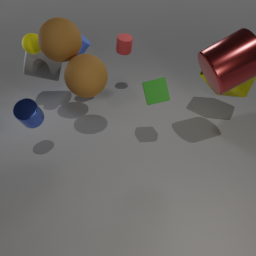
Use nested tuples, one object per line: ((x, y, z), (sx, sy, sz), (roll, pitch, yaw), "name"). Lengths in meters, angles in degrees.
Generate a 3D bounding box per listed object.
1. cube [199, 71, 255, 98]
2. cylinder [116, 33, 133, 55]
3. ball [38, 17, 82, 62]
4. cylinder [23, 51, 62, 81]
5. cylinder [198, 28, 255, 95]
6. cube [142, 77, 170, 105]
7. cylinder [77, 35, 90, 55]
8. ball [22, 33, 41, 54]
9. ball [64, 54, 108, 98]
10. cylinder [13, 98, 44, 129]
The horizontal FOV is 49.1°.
((3.916, -2.170, 10.748), (1.400, 1.400, 1.400), (18, 75, 55), "cube")
((-0.166, -3.726, 12.466), (0.700, 0.700, 0.700), (5, 46, -5), "cylinder")
((-2.220, -2.872, 9.171), (1.400, 1.400, 1.400), (0, 32, 0), "ball")
((-3.466, -2.757, 11.545), (1.400, 1.400, 1.400), (9, 29, -17), "cylinder")
((2.952, -1.887, 8.046), (1.400, 1.400, 1.400), (-28, 33, 7), "cylinder")
((0.876, -1.133, 8.629), (0.700, 0.700, 0.700), (-12, 6, 9), "cube")
((-1.926, -3.185, 10.798), (0.700, 0.700, 0.700), (37, 20, -16), "cylinder")
((-3.316, -2.930, 9.732), (0.700, 0.700, 0.700), (0, 32, 0), "ball")
((-1.357, -1.682, 9.075), (1.400, 1.400, 1.400), (0, 32, 0), "ball")
((-2.936, -0.424, 8.330), (0.700, 0.700, 0.700), (-1, 70, 2), "cylinder")
